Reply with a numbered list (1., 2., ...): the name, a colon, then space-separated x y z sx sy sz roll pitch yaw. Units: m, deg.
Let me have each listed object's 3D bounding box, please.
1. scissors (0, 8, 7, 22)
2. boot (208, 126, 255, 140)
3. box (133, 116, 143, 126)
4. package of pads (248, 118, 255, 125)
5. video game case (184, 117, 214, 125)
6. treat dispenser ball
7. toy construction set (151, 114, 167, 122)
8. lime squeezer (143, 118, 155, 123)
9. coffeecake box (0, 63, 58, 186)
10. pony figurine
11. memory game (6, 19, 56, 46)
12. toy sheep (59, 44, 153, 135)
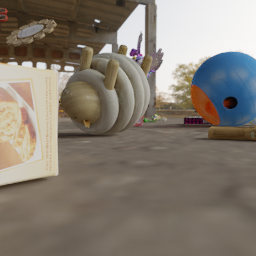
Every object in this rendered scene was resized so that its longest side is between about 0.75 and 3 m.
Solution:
1. scissors: -5.002 -3.839 9.831 1.558 0.570 0.109 -20 -14 -13
2. boot: 1.882 0.055 4.773 0.833 0.276 0.730 1 3 34
3. box: -0.027 -0.639 11.107 0.999 1.083 2.110 0 3 -5
4. package of pads: 4.872 -0.465 11.181 0.966 0.426 1.251 -3 21 -44
5. video game case: 3.386 -0.303 11.839 1.900 0.340 1.722 1 3 17
6. treat dispenser ball: 3.577 -1.354 9.935 2.666 2.666 2.666 0 3 0
7. toy construction set: 1.797 -0.575 16.646 0.974 0.449 0.638 7 -25 -30
8. lime squeezer: 0.934 -0.395 15.144 0.449 0.240 1.272 2 3 45
9. coffeecake box: -1.593 -0.015 1.456 1.473 0.701 1.919 2 3 38
10. pony figurine: 0.430 -2.734 11.784 2.089 1.740 2.017 -23 -28 -20
11. memory game: -3.243 -3.214 9.397 1.792 0.114 1.792 -10 42 9
12. toy sheep: -0.324 -0.737 5.692 1.778 1.778 2.578 2 15 38
